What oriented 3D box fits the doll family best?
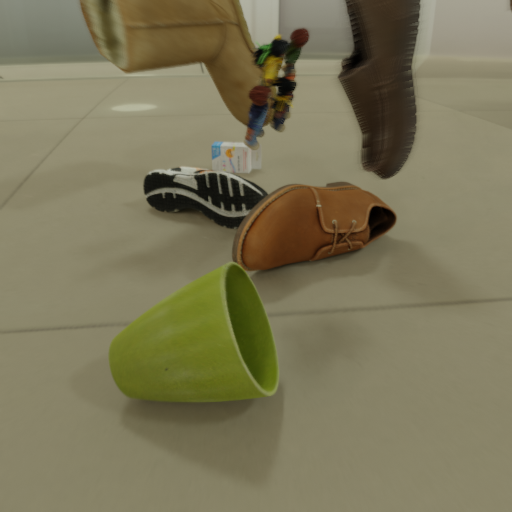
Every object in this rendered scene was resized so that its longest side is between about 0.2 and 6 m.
[{"bbox_3d":[0.243,-2.286,7.474,0.738,1.880,1.087,9,-19,-7],"label":"doll family"}]

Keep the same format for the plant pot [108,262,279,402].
[{"bbox_3d":[-0.740,1.006,6.099,1.559,1.458,1.458,-20,22,13],"label":"plant pot"}]

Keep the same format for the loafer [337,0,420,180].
[{"bbox_3d":[1.920,-2.955,9.450,1.220,3.436,1.255,-8,25,-7],"label":"loafer"}]

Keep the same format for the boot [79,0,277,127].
[{"bbox_3d":[-1.378,-3.903,11.128,1.245,3.297,3.765,-21,5,37],"label":"boot"}]

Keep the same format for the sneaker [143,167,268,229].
[{"bbox_3d":[-0.873,-1.362,11.445,2.998,1.105,1.199,16,28,31],"label":"sneaker"}]

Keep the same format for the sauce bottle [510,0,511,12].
[{"bbox_3d":[3.506,-3.051,6.848,0.740,0.740,2.241,1,52,2],"label":"sauce bottle"}]

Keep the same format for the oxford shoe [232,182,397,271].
[{"bbox_3d":[1.119,-0.499,9.396,1.296,1.297,3.636,26,34,38],"label":"oxford shoe"}]

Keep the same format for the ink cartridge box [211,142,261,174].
[{"bbox_3d":[-0.499,-2.515,14.364,1.225,0.705,0.416,3,26,9],"label":"ink cartridge box"}]
